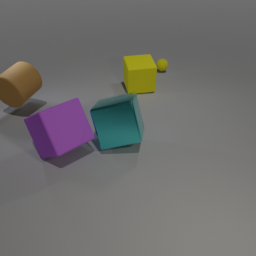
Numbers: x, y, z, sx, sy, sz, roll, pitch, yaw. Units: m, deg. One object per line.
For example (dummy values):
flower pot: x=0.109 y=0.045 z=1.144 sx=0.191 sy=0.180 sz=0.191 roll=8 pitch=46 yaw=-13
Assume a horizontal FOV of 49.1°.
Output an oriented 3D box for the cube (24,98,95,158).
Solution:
cube: x=-2.183 y=0.020 z=8.893 sx=1.400 sy=1.400 sz=1.400 roll=-28 pitch=10 yaw=-37

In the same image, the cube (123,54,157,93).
cube: x=0.569 y=-2.699 z=14.014 sx=1.400 sy=1.400 sz=1.400 roll=-7 pitch=41 yaw=-8

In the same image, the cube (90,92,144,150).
cube: x=-0.304 y=-0.271 z=9.458 sx=1.400 sy=1.400 sz=1.400 roll=-11 pitch=17 yaw=10

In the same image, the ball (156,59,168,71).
ball: x=2.041 y=-3.774 z=16.697 sx=0.700 sy=0.700 sz=0.700 roll=0 pitch=29 yaw=0

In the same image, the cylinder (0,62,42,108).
cylinder: x=-4.495 y=-1.787 z=11.471 sx=1.400 sy=1.400 sz=1.400 roll=11 pitch=42 yaw=18
